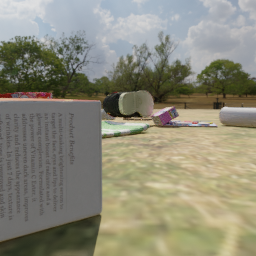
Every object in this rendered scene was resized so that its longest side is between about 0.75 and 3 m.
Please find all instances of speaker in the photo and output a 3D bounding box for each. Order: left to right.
[{"bbox_3d":[4.291,-0.405,10.287,0.719,0.719,1.770,-3,6,-33],"label":"speaker"}]

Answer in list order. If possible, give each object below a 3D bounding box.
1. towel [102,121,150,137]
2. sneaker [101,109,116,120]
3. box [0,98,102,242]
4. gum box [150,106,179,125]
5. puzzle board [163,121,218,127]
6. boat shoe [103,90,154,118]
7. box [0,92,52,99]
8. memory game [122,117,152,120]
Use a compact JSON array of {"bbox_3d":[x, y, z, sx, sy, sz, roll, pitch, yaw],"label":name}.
[{"bbox_3d":[-0.794,0.016,7.762,1.853,0.284,2.429,5,7,42],"label":"towel"},{"bbox_3d":[-1.367,-0.823,15.419,1.537,0.680,0.578,2,6,23],"label":"sneaker"},{"bbox_3d":[-1.156,0.211,1.984,1.587,0.844,1.209,-4,6,-39],"label":"box"},{"bbox_3d":[1.362,-0.453,10.623,0.697,0.406,1.229,-30,6,-8],"label":"gum box"},{"bbox_3d":[2.330,-0.169,10.700,1.920,0.167,1.447,0,5,9],"label":"puzzle board"},{"bbox_3d":[0.134,-0.880,10.405,0.886,1.034,2.828,1,4,30],"label":"boat shoe"},{"bbox_3d":[-3.286,-0.484,8.502,2.220,1.107,1.060,2,6,44],"label":"box"},{"bbox_3d":[0.685,-0.511,15.004,2.014,0.128,2.014,0,4,0],"label":"memory game"}]
